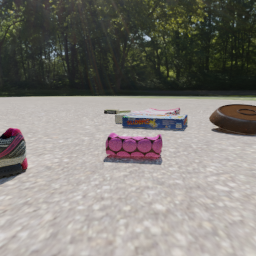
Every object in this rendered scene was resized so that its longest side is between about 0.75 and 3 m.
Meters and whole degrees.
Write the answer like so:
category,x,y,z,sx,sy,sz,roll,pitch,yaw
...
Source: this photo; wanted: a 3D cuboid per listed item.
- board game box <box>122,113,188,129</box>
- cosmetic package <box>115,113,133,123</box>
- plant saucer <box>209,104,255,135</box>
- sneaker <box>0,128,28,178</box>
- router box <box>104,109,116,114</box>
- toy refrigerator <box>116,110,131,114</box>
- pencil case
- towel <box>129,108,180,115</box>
category,x,y,z,sx,sy,sz,roll,pitch,yaw
board game box,1.220,-0.323,12.173,2.550,0.439,1.726,3,9,17
cosmetic package,-0.177,-0.493,13.506,0.569,0.402,1.100,3,10,21
plant saucer,4.650,-0.439,10.965,2.820,0.486,2.820,1,20,0
sneaker,-2.956,0.528,5.011,0.929,0.861,2.305,6,11,37
router box,-1.030,-1.049,17.843,0.864,0.226,0.679,2,9,11
toy refrigerator,-0.243,-0.879,16.343,0.886,0.336,0.310,-7,11,-42
pencil case,0.155,0.392,6.860,1.380,0.626,0.647,3,44,8
towel,1.559,-0.880,15.995,2.179,0.445,2.977,4,9,28
